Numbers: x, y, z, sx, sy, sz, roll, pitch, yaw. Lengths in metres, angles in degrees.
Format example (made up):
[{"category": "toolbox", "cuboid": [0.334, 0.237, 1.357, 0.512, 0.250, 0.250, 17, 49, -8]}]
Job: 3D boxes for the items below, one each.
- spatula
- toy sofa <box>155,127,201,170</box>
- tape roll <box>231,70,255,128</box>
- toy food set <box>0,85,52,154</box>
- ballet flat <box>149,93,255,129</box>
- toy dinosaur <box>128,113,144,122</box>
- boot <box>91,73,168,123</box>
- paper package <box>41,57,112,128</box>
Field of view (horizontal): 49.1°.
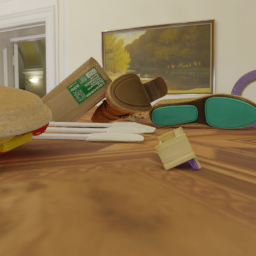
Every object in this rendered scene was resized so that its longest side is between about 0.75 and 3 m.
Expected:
[{"category": "spatula", "cuboid": [-0.978, 0.083, 6.221, 2.996, 0.241, 2.083, 0, 11, 12]}, {"category": "toy sofa", "cuboid": [0.600, 0.287, 3.461, 0.371, 0.437, 0.897, -24, 2, 9]}, {"category": "tape roll", "cuboid": [3.757, -0.823, 7.889, 1.625, 1.625, 0.690, 3, 5, 25]}, {"category": "toy food set", "cuboid": [-2.331, -0.151, 3.564, 2.617, 0.636, 2.590, 11, 15, 11]}, {"category": "ballet flat", "cuboid": [2.036, -0.544, 7.718, 2.915, 1.000, 0.919, 2, 23, 13]}, {"category": "toy dinosaur", "cuboid": [0.042, -0.539, 10.877, 0.880, 0.506, 1.740, -4, 7, -25]}, {"category": "boot", "cuboid": [-0.335, -0.710, 7.973, 2.211, 1.092, 2.848, -22, 7, 32]}, {"category": "paper package", "cuboid": [-1.355, -0.959, 8.030, 1.938, 1.003, 1.847, -38, 6, 5]}]
